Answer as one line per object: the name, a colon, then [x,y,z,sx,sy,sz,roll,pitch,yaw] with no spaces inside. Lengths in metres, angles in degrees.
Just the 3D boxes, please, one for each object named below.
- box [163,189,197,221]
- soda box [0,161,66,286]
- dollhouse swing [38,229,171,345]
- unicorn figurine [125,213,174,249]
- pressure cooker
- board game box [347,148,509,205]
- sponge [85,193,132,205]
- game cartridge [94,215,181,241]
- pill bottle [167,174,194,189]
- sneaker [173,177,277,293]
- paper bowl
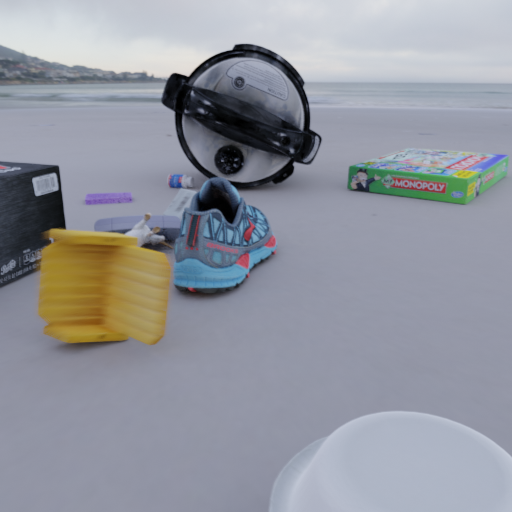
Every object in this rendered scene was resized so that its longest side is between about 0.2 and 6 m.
box: [-1.198,-0.795,9.994,0.523,0.607,0.610,39,-10,-35]
soda box: [-4.434,-0.080,6.708,1.656,1.482,4.680,7,19,20]
dollhouse swing: [-1.550,0.367,5.662,1.013,1.115,0.980,3,9,-34]
unicorn figurine: [-1.778,-0.216,8.376,1.438,0.531,0.988,-27,-2,-33]
pressure cooker: [-0.301,-3.416,14.001,3.346,3.398,3.804,-20,18,5]
board game box: [4.550,-2.166,14.413,2.842,0.615,4.224,11,21,32]
sponge: [-3.276,-1.282,12.472,1.004,0.150,0.560,-5,19,-13]
game cartridge: [-1.906,-0.429,9.124,1.354,0.274,0.903,-3,-9,-10]
pill bottle: [-1.859,-1.845,13.861,0.608,0.341,0.341,5,19,17]
sneaker: [-0.344,-0.497,8.148,1.129,1.360,2.846,4,19,11]
paper bowl: [0.862,1.479,3.056,1.603,0.834,1.603,0,20,0]
